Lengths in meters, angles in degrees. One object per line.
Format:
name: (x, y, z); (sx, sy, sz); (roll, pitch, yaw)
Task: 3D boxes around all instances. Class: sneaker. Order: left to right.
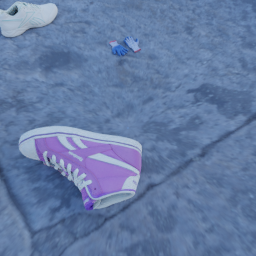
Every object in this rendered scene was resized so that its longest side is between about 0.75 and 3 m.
sneaker: (-3.567, -4.111, 10.123); (2.281, 0.914, 0.802); (-35, 59, -25)
sneaker: (-1.190, 0.930, 6.309); (2.940, 1.065, 1.676); (5, 57, 4)

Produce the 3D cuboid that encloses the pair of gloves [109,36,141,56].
pair of gloves: (-0.076, -2.841, 9.659); (1.089, 0.124, 0.876); (-23, 57, -15)
